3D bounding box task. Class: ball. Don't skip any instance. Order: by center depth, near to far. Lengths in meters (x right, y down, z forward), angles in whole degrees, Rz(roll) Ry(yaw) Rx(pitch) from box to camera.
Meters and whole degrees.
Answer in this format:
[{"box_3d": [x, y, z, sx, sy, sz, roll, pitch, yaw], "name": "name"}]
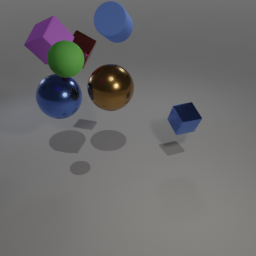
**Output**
[{"box_3d": [-1.203, -1.332, 5.425, 0.700, 0.700, 0.700, 0, 29, 0], "name": "ball"}, {"box_3d": [-0.517, -1.209, 8.421, 1.400, 1.400, 1.400, 0, 29, 0], "name": "ball"}, {"box_3d": [-2.136, -0.982, 8.725, 1.400, 1.400, 1.400, 0, 29, 0], "name": "ball"}]

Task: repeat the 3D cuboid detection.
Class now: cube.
[{"box_3d": [-1.820, -2.026, 6.527, 0.700, 0.700, 0.700, -7, 56, 35], "name": "cube"}, {"box_3d": [-1.496, -2.425, 8.675, 0.700, 0.700, 0.700, 27, 56, -10], "name": "cube"}, {"box_3d": [1.771, -0.294, 8.839, 0.700, 0.700, 0.700, -11, 56, -20], "name": "cube"}]

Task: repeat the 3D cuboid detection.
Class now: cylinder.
[{"box_3d": [-0.592, -4.478, 11.966, 1.400, 1.400, 1.400, 6, 8, 11], "name": "cylinder"}]
